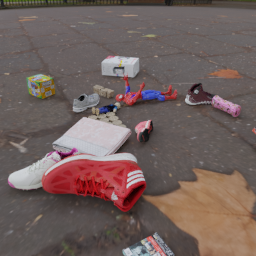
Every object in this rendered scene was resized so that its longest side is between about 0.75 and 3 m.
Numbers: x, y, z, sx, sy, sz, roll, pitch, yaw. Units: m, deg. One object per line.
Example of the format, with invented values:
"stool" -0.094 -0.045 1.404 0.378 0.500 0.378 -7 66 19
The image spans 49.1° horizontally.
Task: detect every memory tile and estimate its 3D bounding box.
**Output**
"memory tile" -0.901 -0.192 11.607 1.247 0.137 1.626 -13 33 -20

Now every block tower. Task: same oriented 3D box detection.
"block tower" -1.271 -1.859 14.266 1.253 0.338 0.362 25 37 37

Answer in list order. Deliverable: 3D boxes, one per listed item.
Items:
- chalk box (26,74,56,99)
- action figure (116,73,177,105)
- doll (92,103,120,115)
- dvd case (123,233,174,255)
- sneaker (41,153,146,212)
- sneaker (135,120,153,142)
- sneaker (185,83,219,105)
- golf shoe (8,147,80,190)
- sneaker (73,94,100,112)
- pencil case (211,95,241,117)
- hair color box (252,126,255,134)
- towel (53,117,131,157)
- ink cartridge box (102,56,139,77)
"chalk box" -4.520 -2.169 14.247 1.439 0.892 0.898 22 36 32
"action figure" 0.836 -1.920 13.376 2.971 1.470 0.969 -11 32 -14
"doll" -0.883 -0.864 12.552 1.372 0.332 0.936 -18 25 -40
"dvd case" 0.462 2.861 6.395 0.966 0.106 0.705 -16 34 -27
"sneaker" -0.839 1.535 7.705 2.878 1.128 1.663 -12 31 -17
"sneaker" 0.528 0.149 10.798 0.620 0.527 1.430 -2 23 22
"sneaker" 3.603 -1.658 13.249 1.746 1.008 0.661 -8 31 -13
"golf shoe" -2.435 1.159 8.410 2.291 1.048 0.863 -11 33 -15
"sneaker" -1.885 -1.306 12.975 0.616 0.676 1.649 16 34 26
"pencil case" 4.384 -0.983 12.544 0.594 0.568 1.372 -25 39 -23
"hair color box" 6.151 -0.065 10.196 2.881 0.921 1.598 -18 56 -31
"towel" -1.302 0.379 10.269 2.188 0.353 2.089 16 38 23
"ink cartridge box" -0.436 -3.735 16.981 1.999 0.856 1.475 6 30 13
